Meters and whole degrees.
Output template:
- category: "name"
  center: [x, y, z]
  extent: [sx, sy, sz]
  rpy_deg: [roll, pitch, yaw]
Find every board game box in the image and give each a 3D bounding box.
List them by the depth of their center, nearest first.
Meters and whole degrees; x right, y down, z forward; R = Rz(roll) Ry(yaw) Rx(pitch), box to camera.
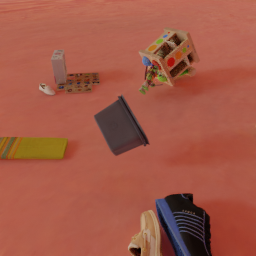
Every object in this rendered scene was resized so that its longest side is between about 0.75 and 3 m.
- category: "board game box"
  center: [-2.975, -2.691, 12.231]
  extent: [0.472, 1.084, 1.470]
  rpy_deg: [-5, 31, -5]

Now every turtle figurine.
- category: "turtle figurine"
  center: [1.051, -1.758, 10.757]
  extent: [0.890, 1.237, 1.200]
  rpy_deg: [11, 57, 51]

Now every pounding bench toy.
- category: "pounding bench toy"
  center: [1.887, -2.709, 12.180]
  extent: [1.886, 2.418, 1.502]
  rpy_deg: [-43, 41, -7]

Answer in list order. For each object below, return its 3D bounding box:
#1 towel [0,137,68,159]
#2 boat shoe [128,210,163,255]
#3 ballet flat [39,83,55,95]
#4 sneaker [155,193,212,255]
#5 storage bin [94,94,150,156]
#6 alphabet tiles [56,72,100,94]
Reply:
- category: "towel"
  center: [-2.775, 0.584, 7.821]
  extent: [2.088, 0.189, 0.899]
  rpy_deg: [1, 36, -1]
- category: "boat shoe"
  center: [0.280, 2.091, 4.860]
  extent: [0.552, 0.588, 1.594]
  rpy_deg: [4, 31, -5]
- category: "ballet flat"
  center: [-3.283, -1.586, 11.279]
  extent: [0.963, 0.334, 0.334]
  rpy_deg: [26, 40, 36]
- category: "sneaker"
  center: [1.178, 1.929, 4.961]
  extent: [0.846, 0.762, 2.172]
  rpy_deg: [-13, 31, -7]
- category: "storage bin"
  center: [-0.186, 0.009, 6.914]
  extent: [0.905, 0.981, 1.348]
  rpy_deg: [-28, 70, 0]
- category: "alphabet tiles"
  center: [-2.129, -1.981, 12.173]
  extent: [1.820, 0.082, 2.178]
  rpy_deg: [-4, 32, -7]
